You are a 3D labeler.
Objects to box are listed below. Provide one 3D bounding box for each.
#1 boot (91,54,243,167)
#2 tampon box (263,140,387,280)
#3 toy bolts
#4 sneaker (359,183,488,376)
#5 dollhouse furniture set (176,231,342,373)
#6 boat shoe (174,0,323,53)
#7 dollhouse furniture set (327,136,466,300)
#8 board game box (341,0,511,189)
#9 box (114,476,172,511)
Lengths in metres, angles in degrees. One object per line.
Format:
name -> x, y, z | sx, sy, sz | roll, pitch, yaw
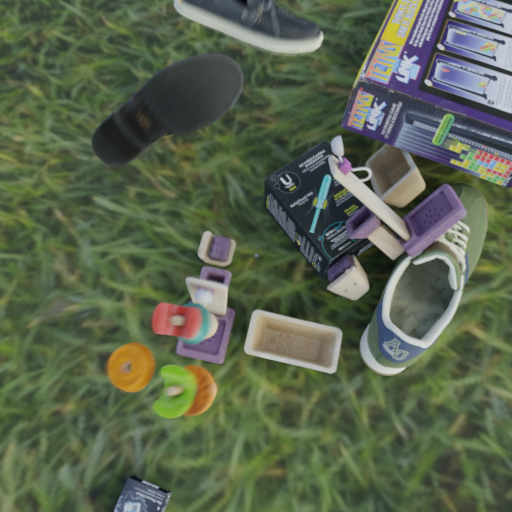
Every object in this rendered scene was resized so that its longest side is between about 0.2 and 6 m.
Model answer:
boot -> -1.128, -2.233, 7.625 | 2.373, 0.821, 2.066 | -22, 27, 21
tampon box -> 0.978, -0.645, 8.094 | 1.128, 0.950, 1.505 | -34, 74, -11
toy bolts -> -0.943, 1.139, 6.559 | 1.200, 0.871, 1.256 | 12, 84, 25
sneaker -> 2.484, 0.146, 7.584 | 1.055, 1.413, 3.147 | 30, 74, 9
dollhouse furniture set -> 0.149, 0.533, 7.353 | 2.216, 1.573, 1.756 | 13, 69, 2
boat shoe -> -0.037, -2.962, 6.725 | 1.878, 0.585, 0.701 | 16, 43, -12
dollhouse furniture set -> 1.281, -1.025, 7.756 | 1.721, 2.425, 1.921 | 38, 116, -20
board game box -> 3.116, -2.769, 8.376 | 2.773, 0.951, 3.354 | 22, 56, 8
box -> -1.463, 3.197, 7.131 | 0.568, 0.339, 0.577 | 20, 74, 7
